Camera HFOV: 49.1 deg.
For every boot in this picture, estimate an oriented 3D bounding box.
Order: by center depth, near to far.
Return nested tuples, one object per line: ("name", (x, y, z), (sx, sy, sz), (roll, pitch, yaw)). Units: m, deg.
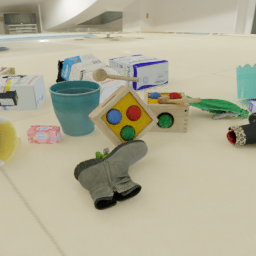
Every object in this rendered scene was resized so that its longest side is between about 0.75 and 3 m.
("boot", (-0.114, 1.291, 7.701), (2.467, 0.835, 1.612), (-22, 38, -28))
("boot", (4.447, -0.006, 10.351), (1.684, 0.805, 2.230), (-3, 24, 0))

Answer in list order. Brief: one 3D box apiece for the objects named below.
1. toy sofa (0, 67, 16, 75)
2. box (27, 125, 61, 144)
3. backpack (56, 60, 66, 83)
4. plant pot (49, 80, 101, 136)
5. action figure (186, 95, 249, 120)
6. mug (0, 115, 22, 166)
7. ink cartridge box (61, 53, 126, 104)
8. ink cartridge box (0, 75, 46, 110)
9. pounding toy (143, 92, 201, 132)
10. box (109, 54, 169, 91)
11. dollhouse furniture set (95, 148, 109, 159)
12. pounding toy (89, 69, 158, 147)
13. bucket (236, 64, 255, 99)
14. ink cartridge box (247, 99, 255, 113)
("toy sofa", (-7.360, -2.669, 15.851), (1.273, 1.081, 2.610), (0, 24, -2))
("box", (-3.038, 0.234, 10.150), (1.073, 0.508, 0.551), (2, 25, 4))
("backpack", (-3.315, -2.902, 15.939), (1.222, 1.611, 1.930), (-9, 31, -29))
("plant pot", (-1.960, -0.720, 10.709), (1.903, 1.788, 1.903), (0, 24, 0))
("action figure", (3.881, -0.859, 12.269), (2.787, 0.762, 1.646), (12, 25, 9))
("mug", (-4.595, 0.486, 8.946), (1.599, 1.948, 1.560), (1, 56, 23))
("ink cartridge box", (-1.758, -2.574, 14.412), (2.713, 1.144, 1.980), (41, 40, 19))
("ink cartridge box", (-5.743, -1.788, 13.717), (2.958, 1.225, 2.156), (-2, 25, -4))
("pounding toy", (1.626, -0.795, 11.119), (2.043, 1.578, 2.220), (1, 24, 4))
("box", (0.633, -3.490, 17.167), (2.579, 1.471, 2.804), (-19, 31, -34))
("dollhouse furniture set", (-0.422, 0.852, 8.836), (1.227, 0.474, 0.613), (-14, 28, -28))
("pounding toy", (-0.203, -0.878, 9.008), (2.179, 2.480, 1.135), (-43, 17, -10))
("bucket", (6.456, -2.228, 13.572), (2.471, 1.608, 2.471), (0, 7, 0))
("ink cartridge box", (6.396, -0.704, 12.229), (1.488, 0.523, 2.494), (-2, 27, -4))
